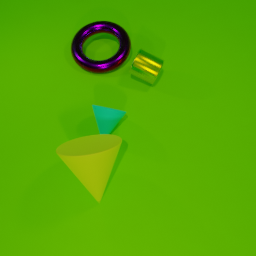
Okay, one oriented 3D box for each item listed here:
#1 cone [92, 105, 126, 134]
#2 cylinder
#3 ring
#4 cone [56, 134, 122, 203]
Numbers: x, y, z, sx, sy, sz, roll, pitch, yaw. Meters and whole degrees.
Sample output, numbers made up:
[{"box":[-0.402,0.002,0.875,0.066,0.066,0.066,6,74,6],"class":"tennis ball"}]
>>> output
[{"box":[-0.611,-0.070,7.751,0.960,0.960,0.963,12,94,8],"class":"cone"},{"box":[0.567,-1.898,8.613,0.834,0.834,0.834,26,59,-4],"class":"cylinder"},{"box":[-0.917,-2.767,9.471,2.058,0.412,2.058,-1,68,3],"class":"ring"},{"box":[-0.795,1.100,6.645,1.524,1.529,1.524,-7,14,2],"class":"cone"}]
